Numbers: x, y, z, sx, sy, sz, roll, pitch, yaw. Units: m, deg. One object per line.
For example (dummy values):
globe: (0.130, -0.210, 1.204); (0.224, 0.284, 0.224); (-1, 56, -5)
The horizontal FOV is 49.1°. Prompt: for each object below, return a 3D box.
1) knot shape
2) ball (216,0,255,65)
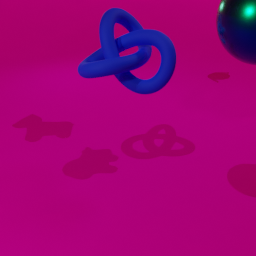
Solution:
knot shape: (-0.027, -1.329, 4.630); (1.574, 0.727, 1.473); (1, 64, 0)
ball: (1.359, -1.094, 2.757); (0.940, 0.940, 0.940); (0, 28, 0)
